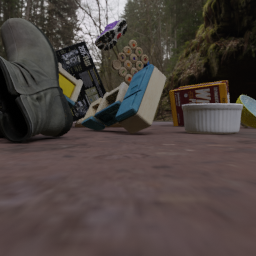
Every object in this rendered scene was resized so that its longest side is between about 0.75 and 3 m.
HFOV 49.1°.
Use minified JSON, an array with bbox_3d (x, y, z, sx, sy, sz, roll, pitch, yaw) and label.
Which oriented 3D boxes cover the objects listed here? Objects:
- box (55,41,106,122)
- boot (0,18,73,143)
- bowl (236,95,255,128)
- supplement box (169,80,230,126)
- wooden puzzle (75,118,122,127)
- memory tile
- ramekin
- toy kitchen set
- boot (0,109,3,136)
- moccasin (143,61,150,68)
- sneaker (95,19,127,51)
[{"bbox_3d":[-2.303,-1.741,11.425,2.305,2.814,1.212,-24,7,-11],"label":"box"},{"bbox_3d":[-1.688,-0.930,4.439,0.814,2.403,1.570,-25,-7,8],"label":"boot"},{"bbox_3d":[4.525,-0.475,10.490,1.446,1.446,0.778,-1,-41,-38],"label":"bowl"},{"bbox_3d":[3.448,-1.194,13.127,2.424,1.632,2.458,-5,10,22],"label":"supplement box"},{"bbox_3d":[-1.013,-0.343,12.334,2.404,0.484,2.599,-1,4,-4],"label":"wooden puzzle"},{"bbox_3d":[0.110,-2.597,11.010,1.181,1.541,0.129,47,-21,-27],"label":"memory tile"},{"bbox_3d":[1.974,-0.216,6.621,1.381,0.673,1.381,-1,2,0],"label":"ramekin"},{"bbox_3d":[-0.862,-0.834,6.789,2.117,1.557,2.642,38,-39,-24],"label":"toy kitchen set"},{"bbox_3d":[-2.295,-0.372,6.156,1.990,1.001,2.661,-1,2,-43],"label":"boot"},{"bbox_3d":[0.853,-2.818,13.480,0.406,1.191,0.479,-8,6,19],"label":"moccasin"},{"bbox_3d":[-0.669,-3.305,9.968,0.672,0.650,1.611,17,52,34],"label":"sneaker"}]
